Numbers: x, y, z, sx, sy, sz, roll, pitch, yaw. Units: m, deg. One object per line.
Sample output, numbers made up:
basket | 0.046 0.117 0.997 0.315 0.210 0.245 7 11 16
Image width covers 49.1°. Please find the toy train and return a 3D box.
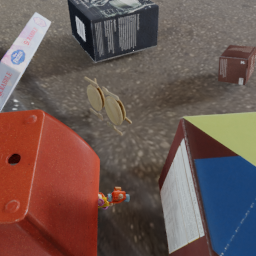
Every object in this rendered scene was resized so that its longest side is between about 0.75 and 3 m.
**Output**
toy train | -0.716 1.457 6.013 1.378 1.035 0.383 4 61 -16

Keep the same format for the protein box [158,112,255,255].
protein box | 2.185 1.259 4.755 2.866 2.887 1.948 -4 62 -4

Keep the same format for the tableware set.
tableware set | -0.592 -0.727 7.963 0.370 1.219 1.844 -25 39 -27

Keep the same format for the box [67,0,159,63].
box | -0.629 -4.191 11.077 2.700 1.702 2.746 -19 46 -20

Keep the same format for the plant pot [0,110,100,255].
plant pot | -2.118 1.181 5.022 2.757 2.430 2.755 -5 54 4

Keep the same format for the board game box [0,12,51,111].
board game box | -3.383 -1.665 8.194 0.549 2.667 2.661 30 41 -22

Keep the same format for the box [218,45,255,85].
box | 3.692 -2.156 9.464 0.924 0.934 1.126 16 41 30
